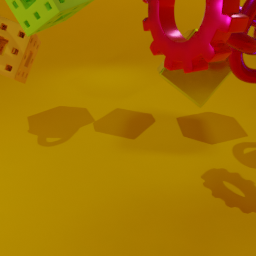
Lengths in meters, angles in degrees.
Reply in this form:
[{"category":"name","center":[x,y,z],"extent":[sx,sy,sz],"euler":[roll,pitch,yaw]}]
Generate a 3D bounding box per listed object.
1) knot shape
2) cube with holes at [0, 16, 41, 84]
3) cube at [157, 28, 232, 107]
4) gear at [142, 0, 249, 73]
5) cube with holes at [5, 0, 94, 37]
[{"category":"knot shape","center":[2.302,-1.623,5.070],"extent":[1.802,1.686,0.832],"euler":[-32,11,-20]},{"category":"cube with holes","center":[-3.220,-2.057,7.318],"extent":[1.297,1.297,1.297],"euler":[21,1,-10]},{"category":"cube","center":[1.683,-1.554,7.167],"extent":[1.337,1.337,1.337],"euler":[37,15,-8]},{"category":"gear","center":[0.724,-1.444,3.372],"extent":[0.278,1.505,1.505],"euler":[-14,32,-31]},{"category":"cube with holes","center":[-1.745,-3.008,6.049],"extent":[1.291,1.291,1.291],"euler":[-12,25,42]}]
